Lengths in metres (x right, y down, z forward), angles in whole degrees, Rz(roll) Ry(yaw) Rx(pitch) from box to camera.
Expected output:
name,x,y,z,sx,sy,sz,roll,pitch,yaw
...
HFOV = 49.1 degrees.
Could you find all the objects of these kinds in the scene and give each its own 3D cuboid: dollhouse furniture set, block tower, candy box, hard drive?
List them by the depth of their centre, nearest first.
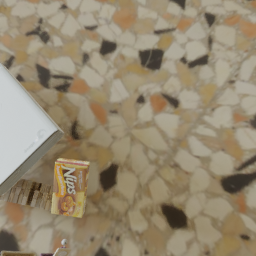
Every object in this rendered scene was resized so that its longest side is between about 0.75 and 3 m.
name,x,y,z,sx,sy,sz,roll,pitch,yaw
dollhouse furniture set,-1.784,2.689,5.547,1.284,1.018,0.911,18,117,-31
candy box,-1.208,1.256,5.894,0.666,0.319,1.154,8,100,1
block tower,-2.109,1.558,6.548,2.107,0.569,0.609,12,75,4
hard drive,-3.028,-0.132,6.619,1.906,0.380,2.891,-45,63,-3
